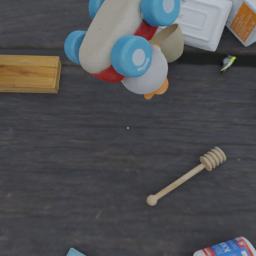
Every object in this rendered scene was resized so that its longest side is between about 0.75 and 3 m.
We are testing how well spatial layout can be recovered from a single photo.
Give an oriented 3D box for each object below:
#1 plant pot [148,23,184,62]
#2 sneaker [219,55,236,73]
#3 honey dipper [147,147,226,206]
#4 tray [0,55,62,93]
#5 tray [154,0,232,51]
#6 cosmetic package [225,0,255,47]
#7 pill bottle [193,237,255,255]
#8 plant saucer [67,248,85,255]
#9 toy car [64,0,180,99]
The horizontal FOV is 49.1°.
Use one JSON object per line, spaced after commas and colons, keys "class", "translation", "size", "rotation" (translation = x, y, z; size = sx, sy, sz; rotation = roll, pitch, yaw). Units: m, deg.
{"class": "plant pot", "translation": [1.255, -2.539, 8.722], "size": [1.212, 1.212, 0.814], "rotation": [-48, 116, -14]}
{"class": "sneaker", "translation": [3.115, -2.039, 8.941], "size": [0.309, 0.282, 0.764], "rotation": [36, 67, 18]}
{"class": "honey dipper", "translation": [1.561, 1.357, 7.705], "size": [2.474, 0.470, 0.470], "rotation": [-32, 74, -6]}
{"class": "tray", "translation": [-3.293, -1.695, 8.727], "size": [2.262, 0.419, 1.116], "rotation": [1, 71, 1]}
{"class": "tray", "translation": [1.618, -3.613, 8.942], "size": [2.984, 0.331, 1.602], "rotation": [18, 110, 6]}
{"class": "cosmetic package", "translation": [3.521, -4.189, 9.051], "size": [0.980, 1.394, 2.749], "rotation": [-31, 73, -11]}
{"class": "pill bottle", "translation": [2.162, 3.337, 6.700], "size": [1.734, 0.973, 0.973], "rotation": [-15, 72, -6]}
{"class": "plant saucer", "translation": [-0.863, 3.676, 7.024], "size": [1.640, 0.156, 0.573], "rotation": [27, 73, 8]}
{"class": "toy car", "translation": [0.264, -1.613, 6.038], "size": [2.115, 2.294, 2.029], "rotation": [24, 83, 46]}
